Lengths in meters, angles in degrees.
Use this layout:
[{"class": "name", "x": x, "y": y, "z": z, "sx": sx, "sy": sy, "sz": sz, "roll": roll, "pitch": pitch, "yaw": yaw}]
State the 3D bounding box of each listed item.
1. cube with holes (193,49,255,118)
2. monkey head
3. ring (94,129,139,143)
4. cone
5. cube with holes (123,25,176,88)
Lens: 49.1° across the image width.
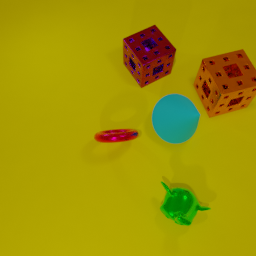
[{"class": "cube with holes", "x": 3.017, "y": -1.350, "z": 8.644, "sx": 1.332, "sy": 1.332, "sz": 1.332, "roll": -15, "pitch": 64, "yaw": -7}, {"class": "monkey head", "x": 1.398, "y": 1.988, "z": 7.113, "sx": 1.511, "sy": 1.087, "sz": 0.911, "roll": 29, "pitch": 81, "yaw": -3}, {"class": "ring", "x": -0.328, "y": 0.210, "z": 7.982, "sx": 1.279, "sy": 1.279, "sz": 0.256, "roll": -4, "pitch": 96, "yaw": -2}, {"class": "cone", "x": 1.603, "y": -0.304, "z": 7.675, "sx": 1.501, "sy": 1.506, "sz": 1.501, "roll": 0, "pitch": 88, "yaw": -14}, {"class": "cube with holes", "x": 0.659, "y": -2.335, "z": 9.199, "sx": 1.214, "sy": 1.214, "sz": 1.214, "roll": -28, "pitch": 67, "yaw": -13}]
